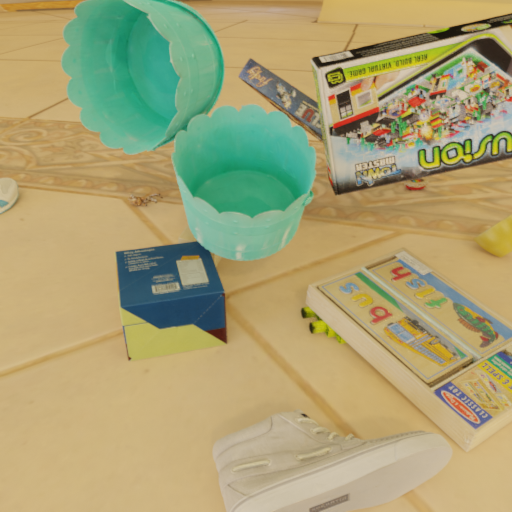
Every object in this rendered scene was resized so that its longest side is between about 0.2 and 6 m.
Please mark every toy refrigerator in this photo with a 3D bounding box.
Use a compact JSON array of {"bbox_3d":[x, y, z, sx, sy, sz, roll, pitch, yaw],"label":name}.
[{"bbox_3d":[-0.897,-0.475,11.248,0.744,0.686,1.961,13,34,7],"label":"toy refrigerator"}]

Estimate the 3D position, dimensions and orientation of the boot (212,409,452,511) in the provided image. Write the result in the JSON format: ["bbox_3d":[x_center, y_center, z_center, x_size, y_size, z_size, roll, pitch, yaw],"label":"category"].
[{"bbox_3d":[0.830,2.242,6.510,2.661,0.979,1.272,-11,40,-16],"label":"boot"}]

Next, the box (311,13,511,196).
[{"bbox_3d":[2.996,-2.426,8.869,3.946,2.172,0.685,-12,32,3],"label":"box"}]

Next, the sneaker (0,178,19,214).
[{"bbox_3d":[-6.199,-1.307,12.348,0.865,0.913,2.260,12,33,22],"label":"sneaker"}]

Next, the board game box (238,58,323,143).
[{"bbox_3d":[1.038,-2.881,11.461,2.726,0.472,1.847,45,13,33],"label":"board game box"}]

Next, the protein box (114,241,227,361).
[{"bbox_3d":[-1.395,0.659,9.002,1.566,1.064,1.578,-8,33,-13],"label":"protein box"}]

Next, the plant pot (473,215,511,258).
[{"bbox_3d":[4.789,-0.327,10.962,0.842,0.842,0.598,-25,78,-35],"label":"plant pot"}]

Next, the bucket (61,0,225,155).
[{"bbox_3d":[-1.637,-2.789,8.459,2.244,2.244,1.460,16,33,24],"label":"bucket"}]

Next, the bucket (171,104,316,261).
[{"bbox_3d":[-0.168,-1.047,8.307,2.127,1.384,2.127,1,58,-2],"label":"bucket"}]

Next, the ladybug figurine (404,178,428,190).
[{"bbox_3d":[3.905,-1.751,13.711,0.626,0.225,0.425,-7,32,-11],"label":"ladybug figurine"}]

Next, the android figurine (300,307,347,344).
[{"bbox_3d":[1.387,0.985,9.196,1.221,0.251,1.112,-7,37,-19],"label":"android figurine"}]

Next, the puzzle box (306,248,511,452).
[{"bbox_3d":[2.626,1.153,8.511,2.236,0.427,3.361,-20,42,-29],"label":"puzzle box"}]

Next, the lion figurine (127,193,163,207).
[{"bbox_3d":[-2.589,-1.329,13.057,0.461,0.273,0.753,14,20,35],"label":"lion figurine"}]
